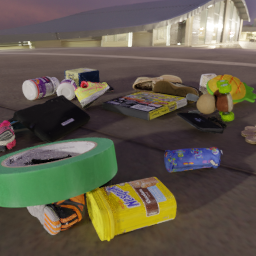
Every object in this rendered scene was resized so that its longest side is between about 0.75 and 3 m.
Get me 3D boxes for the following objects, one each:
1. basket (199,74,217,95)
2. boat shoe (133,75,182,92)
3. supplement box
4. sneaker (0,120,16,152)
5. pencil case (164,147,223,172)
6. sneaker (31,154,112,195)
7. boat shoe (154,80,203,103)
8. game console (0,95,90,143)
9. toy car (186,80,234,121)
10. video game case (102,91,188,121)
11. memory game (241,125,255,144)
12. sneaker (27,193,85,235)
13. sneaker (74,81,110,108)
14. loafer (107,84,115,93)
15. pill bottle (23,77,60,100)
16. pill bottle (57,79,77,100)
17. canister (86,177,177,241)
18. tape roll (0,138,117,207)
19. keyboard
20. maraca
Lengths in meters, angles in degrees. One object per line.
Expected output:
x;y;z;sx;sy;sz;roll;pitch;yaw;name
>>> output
4.408;-2.197;15.031;0.849;1.252;0.772;-8;28;-20;basket
1.674;-2.429;16.130;2.809;1.001;0.906;0;26;23;boat shoe
-2.885;-3.115;17.639;1.575;1.058;1.576;18;27;40;supplement box
-4.881;0.238;8.979;2.395;0.894;0.966;-4;21;-10;sneaker
1.790;0.872;7.702;1.542;0.602;0.670;-3;26;-8;pencil case
-1.290;1.076;6.630;1.859;0.969;0.558;-5;22;-13;sneaker
2.541;-1.800;14.442;0.940;1.062;2.900;0;18;-41;boat shoe
-3.306;-0.163;10.941;2.450;1.621;2.786;36;30;8;game console
3.438;-1.083;11.908;1.827;1.500;1.441;-8;20;13;toy car
0.762;-1.131;13.013;2.693;0.380;2.980;-22;27;-39;video game case
5.245;0.351;9.722;2.509;0.160;2.509;0;21;0;memory game
-1.561;1.529;6.054;0.994;0.689;1.775;-13;34;-40;sneaker
-1.755;-1.912;13.728;0.955;1.103;2.443;-36;7;30;sneaker
-1.145;-2.389;16.700;0.421;0.369;1.171;-10;23;-24;loafer
-4.681;-2.234;15.326;1.055;1.055;1.893;12;24;29;pill bottle
-3.262;-2.109;15.119;0.957;0.957;1.703;-2;20;-5;pill bottle
0.054;1.575;5.759;1.567;0.678;1.164;-7;22;-22;canister
-1.726;0.888;6.536;2.927;0.704;2.927;-8;8;1;tape roll
2.959;-0.209;10.807;1.579;0.256;2.485;2;17;-10;keyboard
5.151;-1.874;13.941;2.598;1.390;1.781;5;49;-9;maraca
